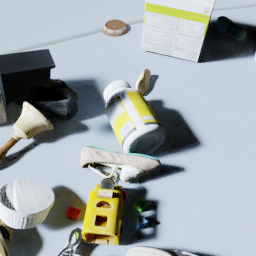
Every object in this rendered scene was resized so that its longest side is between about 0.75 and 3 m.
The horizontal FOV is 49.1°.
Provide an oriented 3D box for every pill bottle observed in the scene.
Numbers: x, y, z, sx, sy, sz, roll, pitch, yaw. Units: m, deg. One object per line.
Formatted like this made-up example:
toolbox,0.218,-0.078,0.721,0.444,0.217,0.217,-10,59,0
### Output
pill bottle,0.083,-0.379,8.743,1.342,1.342,2.397,-17,53,-14

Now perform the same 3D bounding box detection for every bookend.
bookend,-2.653,-1.321,7.344,1.331,1.323,0.613,-16,66,-24

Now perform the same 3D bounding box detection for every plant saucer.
plant saucer,-0.604,-4.717,13.048,1.310,0.240,1.310,0,50,0

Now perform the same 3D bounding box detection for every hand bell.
hand bell,-3.505,0.443,8.503,1.206,1.206,2.316,31,70,23

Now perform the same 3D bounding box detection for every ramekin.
ramekin,-2.586,1.915,7.024,1.357,0.632,1.357,16,22,-7

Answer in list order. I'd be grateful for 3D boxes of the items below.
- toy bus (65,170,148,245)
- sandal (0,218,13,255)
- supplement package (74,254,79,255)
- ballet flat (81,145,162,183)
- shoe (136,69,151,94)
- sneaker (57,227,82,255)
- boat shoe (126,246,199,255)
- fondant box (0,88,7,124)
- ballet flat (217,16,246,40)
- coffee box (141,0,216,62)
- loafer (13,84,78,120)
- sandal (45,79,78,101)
toy bus,-0.555,1.922,7.066,1.835,1.005,1.945,-33,58,-25
sandal,-3.136,2.482,6.924,0.467,0.695,1.729,-8,43,-34
supplement package,-0.764,3.335,6.129,1.074,0.643,0.651,15,52,12
ballet flat,-0.260,1.104,7.988,2.384,0.812,0.802,9,63,16
shoe,0.557,-1.695,10.532,0.439,0.335,1.257,32,55,-16
sneaker,-1.374,2.875,6.716,0.370,0.405,1.002,29,74,6
boat shoe,1.329,3.285,6.246,2.800,0.878,1.017,12,95,19
fondant box,-4.782,-1.667,8.849,0.819,2.813,2.029,-18,54,-14
ballet flat,4.733,-4.503,12.737,0.623,0.623,1.733,-20,54,-16
coffee box,2.125,-4.607,11.496,2.476,2.449,2.472,16,51,11
loafer,-3.020,-1.132,9.584,2.842,0.998,0.965,19,53,15
sandal,-2.532,-1.478,10.181,1.722,0.470,0.704,31,51,24
